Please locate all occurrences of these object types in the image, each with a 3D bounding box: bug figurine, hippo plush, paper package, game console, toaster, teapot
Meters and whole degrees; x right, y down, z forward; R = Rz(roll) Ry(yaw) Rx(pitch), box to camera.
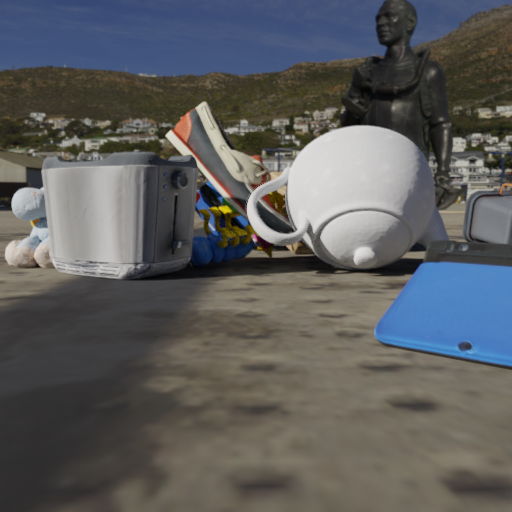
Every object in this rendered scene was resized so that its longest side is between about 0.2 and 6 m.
[{"bbox_3d":[-0.500,-0.677,9.419,2.682,0.890,3.458,-8,27,-24],"label":"bug figurine"},{"bbox_3d":[-3.022,-0.468,8.436,1.187,1.198,1.491,5,7,38],"label":"hippo plush"},{"bbox_3d":[1.547,-0.882,10.914,2.364,1.223,2.254,-1,18,-13],"label":"paper package"},{"bbox_3d":[-0.531,-0.942,10.980,0.722,1.221,1.042,-36,-5,-35],"label":"game console"},{"bbox_3d":[-1.877,-0.553,7.444,2.413,1.559,1.371,4,7,31],"label":"toaster"},{"bbox_3d":[2.047,0.514,3.944,1.836,1.086,1.567,6,-23,41],"label":"game console"},{"bbox_3d":[1.344,-0.543,7.470,2.180,1.592,2.152,-20,-44,29],"label":"teapot"}]

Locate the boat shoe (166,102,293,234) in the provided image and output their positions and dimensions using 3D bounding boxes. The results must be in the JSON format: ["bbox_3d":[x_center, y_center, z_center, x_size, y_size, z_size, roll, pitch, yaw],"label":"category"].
[{"bbox_3d":[-0.298,-1.288,8.610,2.764,0.865,0.984,48,2,24],"label":"boat shoe"}]

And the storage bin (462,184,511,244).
[{"bbox_3d":[5.574,-0.779,11.762,1.880,1.368,1.263,-1,16,-12],"label":"storage bin"}]

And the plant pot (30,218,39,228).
[{"bbox_3d":[-5.213,-1.052,14.964,1.178,1.178,1.109,2,-9,17],"label":"plant pot"}]
